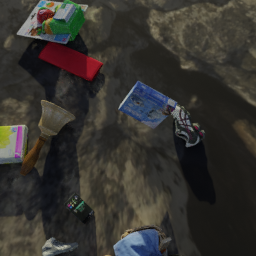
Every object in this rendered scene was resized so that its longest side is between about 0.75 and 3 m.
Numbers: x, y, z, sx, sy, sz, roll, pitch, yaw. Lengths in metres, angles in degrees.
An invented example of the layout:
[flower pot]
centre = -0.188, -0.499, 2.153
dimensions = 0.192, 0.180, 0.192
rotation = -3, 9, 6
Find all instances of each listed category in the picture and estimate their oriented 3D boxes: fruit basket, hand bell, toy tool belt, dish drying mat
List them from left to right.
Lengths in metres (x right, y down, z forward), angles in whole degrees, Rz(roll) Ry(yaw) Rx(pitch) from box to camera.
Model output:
[hand bell]
centre = -3.044, 0.475, 9.884
dimensions = 1.354, 1.354, 2.600
rotation = 23, 78, 11
[fruit basket]
centre = -3.316, -4.803, 12.276
dimensions = 2.533, 1.187, 2.346
rotation = 18, 65, 12
[dish drying mat]
centre = -2.424, -2.839, 11.830
dimensions = 2.658, 0.242, 1.021
rotation = 26, 67, 11
[toy tool belt]
centre = 0.154, 3.601, 8.039
dimensions = 2.184, 1.342, 1.363
rotation = -17, 65, -8

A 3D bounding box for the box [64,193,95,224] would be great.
[box]
centre = -1.545, 2.569, 8.955
dimensions = 0.821, 0.610, 0.510
rotation = 38, 70, 17

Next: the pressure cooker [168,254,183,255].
[pressure cooker]
centre = 1.540, 4.530, 7.234
dimensions = 1.979, 1.741, 1.768
rotation = 45, 45, -18

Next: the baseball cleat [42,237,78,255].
[baseball cleat]
centre = -2.106, 3.588, 8.586
dimensions = 1.103, 0.385, 0.587
rotation = -16, 65, -9

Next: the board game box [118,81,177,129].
[board game box]
centre = 0.606, -0.704, 9.142
dimensions = 1.437, 1.430, 0.312
rotation = 27, 56, -10

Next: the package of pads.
[package of pads]
centre = -4.201, 0.584, 10.010
dimensions = 1.055, 0.466, 1.365
rotation = -4, 64, -2

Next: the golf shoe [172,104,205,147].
[golf shoe]
centre = 1.988, -0.157, 10.274
dimensions = 0.801, 0.702, 1.818
rotation = -34, 68, -8
